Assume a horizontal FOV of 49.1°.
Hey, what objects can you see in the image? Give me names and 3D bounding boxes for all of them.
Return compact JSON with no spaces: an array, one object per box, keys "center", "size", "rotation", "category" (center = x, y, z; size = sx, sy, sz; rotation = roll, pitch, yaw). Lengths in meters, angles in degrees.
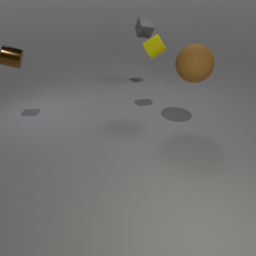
[{"center":[1.055,-3.236,11.146],"size":[0.700,0.700,0.700],"rotation":[-31,25,15],"category":"cylinder"},{"center":[0.818,-4.981,13.897],"size":[0.700,0.700,0.700],"rotation":[0,59,-18],"category":"cube"},{"center":[-4.247,-2.589,10.228],"size":[0.700,0.700,0.700],"rotation":[10,26,-17],"category":"cylinder"},{"center":[2.449,-2.366,10.284],"size":[1.400,1.400,1.400],"rotation":[0,29,0],"category":"ball"}]
